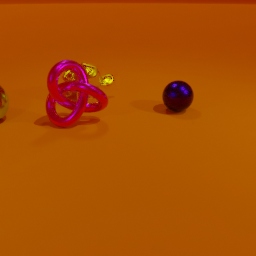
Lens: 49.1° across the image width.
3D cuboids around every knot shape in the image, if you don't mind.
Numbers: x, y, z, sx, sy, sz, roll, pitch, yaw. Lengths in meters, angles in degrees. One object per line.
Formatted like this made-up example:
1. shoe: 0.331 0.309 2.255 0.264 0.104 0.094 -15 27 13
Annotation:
1. knot shape: -1.335 -0.829 7.471 1.647 1.760 0.813 12 23 -11

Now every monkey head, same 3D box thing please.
1. monkey head: -1.425 -1.349 9.185 1.962 1.183 1.412 -16 72 2

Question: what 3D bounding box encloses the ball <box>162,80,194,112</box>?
1. ball: 1.496 -0.957 8.407 0.935 0.935 0.935 0 26 0

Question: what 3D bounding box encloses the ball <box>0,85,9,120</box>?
1. ball: -3.888 -0.709 7.619 1.215 1.215 1.215 0 26 0
